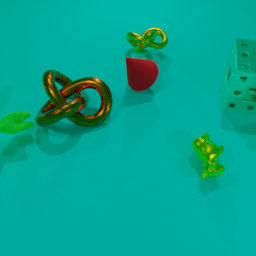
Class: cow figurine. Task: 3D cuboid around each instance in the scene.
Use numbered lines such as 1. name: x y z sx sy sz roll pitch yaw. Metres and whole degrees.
1. cow figurine: 1.738 0.621 6.181 0.981 0.539 0.966 47 44 17
2. cow figurine: -2.780 -0.042 6.351 1.021 1.038 0.570 -18 93 1

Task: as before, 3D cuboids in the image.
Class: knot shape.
1. knot shape: 0.540 -2.672 8.589 1.323 0.611 1.238 -2 25 13
2. knot shape: -1.523 -0.635 6.986 1.963 0.907 1.837 29 50 17

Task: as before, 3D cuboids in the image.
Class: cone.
1. cone: 0.173 -1.616 7.396 0.969 0.972 0.969 -11 67 27

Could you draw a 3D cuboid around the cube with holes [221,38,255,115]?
1. cube with holes: 3.308 -1.299 7.313 1.350 1.350 1.350 10 52 8
